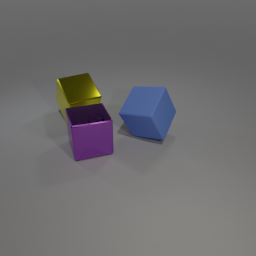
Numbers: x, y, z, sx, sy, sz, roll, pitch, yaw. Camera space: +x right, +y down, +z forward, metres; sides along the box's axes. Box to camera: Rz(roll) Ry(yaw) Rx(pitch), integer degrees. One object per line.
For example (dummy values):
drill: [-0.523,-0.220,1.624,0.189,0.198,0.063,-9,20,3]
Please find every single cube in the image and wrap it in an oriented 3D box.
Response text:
cube: [0.767,-0.578,10.457,1.400,1.400,1.400,7,56,34]
cube: [-1.378,0.102,9.980,1.400,1.400,1.400,-10,32,-16]
cube: [-2.106,-1.238,11.758,1.400,1.400,1.400,-18,63,-26]
